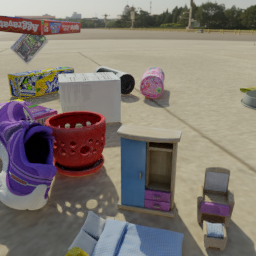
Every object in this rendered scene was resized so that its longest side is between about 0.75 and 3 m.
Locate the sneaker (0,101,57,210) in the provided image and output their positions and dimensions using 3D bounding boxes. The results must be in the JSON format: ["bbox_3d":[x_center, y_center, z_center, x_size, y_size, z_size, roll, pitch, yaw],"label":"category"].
[{"bbox_3d":[-1.896,0.246,5.498,1.141,1.181,2.830,20,23,-41],"label":"sneaker"}]

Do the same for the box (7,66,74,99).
[{"bbox_3d":[-3.771,-2.092,12.545,0.919,1.002,2.859,18,28,39],"label":"box"}]

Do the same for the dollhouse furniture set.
[{"bbox_3d":[0.431,1.090,3.771,2.101,1.452,2.225,5,22,14],"label":"dollhouse furniture set"}]

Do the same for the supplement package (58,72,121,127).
[{"bbox_3d":[-1.273,-0.996,9.168,1.854,1.407,1.397,-5,22,-13],"label":"supplement package"}]

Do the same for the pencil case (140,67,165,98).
[{"bbox_3d":[1.128,-2.092,12.492,1.069,1.069,2.445,3,22,9],"label":"pencil case"}]

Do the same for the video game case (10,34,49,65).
[{"bbox_3d":[-2.939,-2.523,8.466,0.135,1.054,1.160,39,-6,6],"label":"video game case"}]

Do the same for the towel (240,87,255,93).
[{"bbox_3d":[6.498,-1.866,13.048,2.615,0.236,1.125,-12,25,-29],"label":"towel"}]

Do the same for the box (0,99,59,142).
[{"bbox_3d":[-3.045,-0.044,7.449,1.837,0.888,1.616,15,26,35],"label":"box"}]

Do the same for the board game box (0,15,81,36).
[{"bbox_3d":[-1.952,-2.076,5.621,1.449,0.274,2.816,5,20,2],"label":"board game box"}]

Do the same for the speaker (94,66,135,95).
[{"bbox_3d":[-0.676,-2.226,12.976,0.968,0.968,2.383,-13,25,-29],"label":"speaker"}]

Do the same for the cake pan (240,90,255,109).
[{"bbox_3d":[5.490,-1.087,10.835,2.107,0.386,2.107,0,21,0],"label":"cake pan"}]

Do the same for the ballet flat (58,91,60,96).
[{"bbox_3d":[-1.984,-1.754,12.095,0.719,0.778,2.307,7,20,44],"label":"ballet flat"}]

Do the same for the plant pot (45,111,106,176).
[{"bbox_3d":[-1.112,0.328,6.119,1.275,1.161,1.275,1,22,0],"label":"plant pot"}]
